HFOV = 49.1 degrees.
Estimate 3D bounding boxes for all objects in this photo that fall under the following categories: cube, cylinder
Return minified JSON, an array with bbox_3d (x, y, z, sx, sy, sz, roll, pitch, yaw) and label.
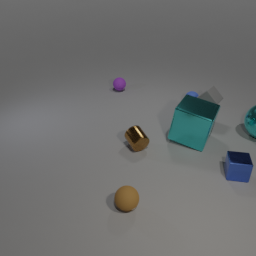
[{"bbox_3d":[2.507,-0.227,10.650,1.400,1.400,1.400,22,36,18],"label":"cube"},{"bbox_3d":[3.546,1.241,9.041,0.700,0.700,0.700,5,31,9],"label":"cube"},{"bbox_3d":[3.386,-1.223,11.668,0.700,0.700,0.700,53,47,1],"label":"cube"},{"bbox_3d":[0.329,0.384,10.322,0.700,0.700,0.700,-16,50,-25],"label":"cylinder"}]

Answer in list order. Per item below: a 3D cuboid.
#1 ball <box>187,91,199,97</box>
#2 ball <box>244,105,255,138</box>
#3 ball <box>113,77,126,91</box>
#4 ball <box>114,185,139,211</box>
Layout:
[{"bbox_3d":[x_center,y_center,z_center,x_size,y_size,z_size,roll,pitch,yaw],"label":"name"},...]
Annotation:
[{"bbox_3d":[3.025,-1.390,13.283,0.700,0.700,0.700,0,31,0],"label":"ball"},{"bbox_3d":[5.249,-0.256,10.848,1.400,1.400,1.400,0,31,0],"label":"ball"},{"bbox_3d":[-0.458,-2.368,15.061,0.700,0.700,0.700,0,31,0],"label":"ball"},{"bbox_3d":[-0.032,1.962,7.825,0.700,0.700,0.700,0,31,0],"label":"ball"}]
